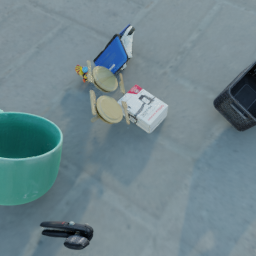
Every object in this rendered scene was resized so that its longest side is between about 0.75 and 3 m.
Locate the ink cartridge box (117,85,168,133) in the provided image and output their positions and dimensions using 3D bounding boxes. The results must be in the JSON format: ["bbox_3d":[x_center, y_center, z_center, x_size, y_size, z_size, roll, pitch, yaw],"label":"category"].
[{"bbox_3d":[0.459,-0.600,8.690,1.309,0.546,0.951,36,66,20],"label":"ink cartridge box"}]

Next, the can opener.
[{"bbox_3d":[-1.472,2.404,6.559,1.563,0.615,0.496,2,93,31],"label":"can opener"}]

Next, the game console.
[{"bbox_3d":[-0.374,-2.440,9.230,0.916,1.547,1.321,-16,79,-39],"label":"game console"}]

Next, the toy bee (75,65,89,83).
[{"bbox_3d":[-1.444,-1.785,9.306,0.915,0.599,0.498,14,64,39],"label":"toy bee"}]

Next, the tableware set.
[{"bbox_3d":[-0.688,-0.947,8.252,1.325,0.402,2.005,15,53,-36],"label":"tableware set"}]

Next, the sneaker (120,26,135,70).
[{"bbox_3d":[-0.113,-2.816,9.950,0.704,0.649,1.760,29,73,-15],"label":"sneaker"}]

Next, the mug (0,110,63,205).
[{"bbox_3d":[-2.852,0.711,7.155,2.204,1.659,2.683,8,26,-12],"label":"mug"}]

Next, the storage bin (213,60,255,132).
[{"bbox_3d":[3.692,-0.999,8.354,1.949,0.914,1.317,-42,86,-21],"label":"storage bin"}]
